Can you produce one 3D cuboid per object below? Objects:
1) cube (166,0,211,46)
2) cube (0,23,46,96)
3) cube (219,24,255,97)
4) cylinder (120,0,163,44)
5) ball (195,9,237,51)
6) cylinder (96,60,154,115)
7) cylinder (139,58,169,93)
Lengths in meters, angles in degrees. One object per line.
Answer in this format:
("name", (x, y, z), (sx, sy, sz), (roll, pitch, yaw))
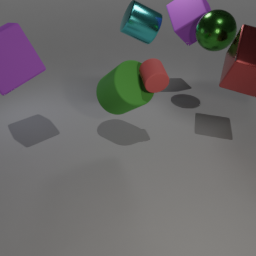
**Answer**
("cube", (2.630, -4.533, 11.482), (1.400, 1.400, 1.400), (-24, -24, 30))
("cube", (-3.420, -1.978, 7.865), (1.400, 1.400, 1.400), (-37, 33, -15))
("cube", (3.751, -1.953, 8.407), (1.400, 1.400, 1.400), (17, 69, 5))
("cylinder", (0.553, -4.562, 12.150), (1.400, 1.400, 1.400), (19, 26, -19))
("ball", (3.094, -3.426, 9.879), (1.400, 1.400, 1.400), (0, 31, 0))
("cylinder", (-0.099, -1.227, 8.792), (1.400, 1.400, 1.400), (-21, 1, -30))
("cylinder", (0.731, -1.480, 7.909), (0.700, 0.700, 0.700), (-7, 50, -11))
